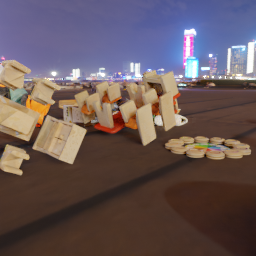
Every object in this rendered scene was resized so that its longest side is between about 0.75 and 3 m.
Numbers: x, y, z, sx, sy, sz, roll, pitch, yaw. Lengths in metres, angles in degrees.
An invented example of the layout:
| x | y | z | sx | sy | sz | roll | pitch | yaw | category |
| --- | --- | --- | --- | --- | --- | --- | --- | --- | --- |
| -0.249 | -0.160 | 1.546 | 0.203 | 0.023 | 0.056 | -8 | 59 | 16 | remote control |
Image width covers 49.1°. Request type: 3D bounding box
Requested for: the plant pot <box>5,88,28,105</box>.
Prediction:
| x | y | z | sx | sy | sz | roll | pitch | yaw | category |
| --- | --- | --- | --- | --- | --- | --- | --- | --- | --- |
| -4.163 | -0.893 | 10.174 | 1.017 | 1.518 | 1.518 | 21 | 18 | 26 | plant pot |

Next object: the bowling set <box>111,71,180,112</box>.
| x | y | z | sx | sy | sz | roll | pitch | yaw | category |
| --- | --- | --- | --- | --- | --- | --- | --- | --- | --- |
| 0.544 | -1.315 | 10.652 | 2.786 | 1.939 | 1.496 | -2 | -3 | 7 | bowling set |

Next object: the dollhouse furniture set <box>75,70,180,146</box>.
| x | y | z | sx | sy | sz | roll | pitch | yaw | category |
| --- | --- | --- | --- | --- | --- | --- | --- | --- | --- |
| 0.282 | -0.535 | 7.817 | 2.620 | 1.365 | 2.649 | -31 | 31 | -32 | dollhouse furniture set |

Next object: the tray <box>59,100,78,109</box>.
| x | y | z | sx | sy | sz | roll | pitch | yaw | category |
| --- | --- | --- | --- | --- | --- | --- | --- | --- | --- |
| -2.664 | -1.197 | 14.679 | 1.205 | 0.452 | 2.442 | -6 | 12 | -30 | tray |

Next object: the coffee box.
| x | y | z | sx | sy | sz | roll | pitch | yaw | category |
| --- | --- | --- | --- | --- | --- | --- | --- | --- | --- |
| -1.537 | -0.468 | 9.802 | 0.870 | 0.606 | 1.521 | -7 | 12 | -36 | coffee box |

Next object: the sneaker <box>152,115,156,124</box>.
| x | y | z | sx | sy | sz | roll | pitch | yaw | category |
| --- | --- | --- | --- | --- | --- | --- | --- | --- | --- |
| 0.950 | -0.372 | 9.602 | 0.695 | 0.603 | 1.569 | 15 | 17 | 18 | sneaker |

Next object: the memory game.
| x | y | z | sx | sy | sz | roll | pitch | yaw | category |
| --- | --- | --- | --- | --- | --- | --- | --- | --- | --- |
| 1.731 | 0.396 | 6.164 | 1.834 | 0.117 | 1.834 | 0 | 10 | 0 | memory game |

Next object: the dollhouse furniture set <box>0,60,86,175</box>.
| x | y | z | sx | sy | sz | roll | pitch | yaw | category |
| --- | --- | --- | --- | --- | --- | --- | --- | --- | --- |
| -1.789 | -0.063 | 4.883 | 1.119 | 1.580 | 1.720 | 12 | -12 | 47 | dollhouse furniture set |

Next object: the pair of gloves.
| x | y | z | sx | sy | sz | roll | pitch | yaw | category |
| --- | --- | --- | --- | --- | --- | --- | --- | --- | --- |
| -3.696 | -0.947 | 9.304 | 2.240 | 0.277 | 1.996 | 9 | 48 | -8 | pair of gloves |

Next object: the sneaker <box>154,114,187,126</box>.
| x | y | z | sx | sy | sz | roll | pitch | yaw | category |
| --- | --- | --- | --- | --- | --- | --- | --- | --- | --- |
| 1.420 | -0.280 | 9.233 | 1.158 | 0.434 | 0.577 | -4 | 10 | -23 | sneaker |

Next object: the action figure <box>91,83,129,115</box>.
| x | y | z | sx | sy | sz | roll | pitch | yaw | category |
| --- | --- | --- | --- | --- | --- | --- | --- | --- | --- |
| -0.178 | -0.715 | 9.191 | 1.734 | 0.925 | 2.666 | -17 | 33 | -26 | action figure |
